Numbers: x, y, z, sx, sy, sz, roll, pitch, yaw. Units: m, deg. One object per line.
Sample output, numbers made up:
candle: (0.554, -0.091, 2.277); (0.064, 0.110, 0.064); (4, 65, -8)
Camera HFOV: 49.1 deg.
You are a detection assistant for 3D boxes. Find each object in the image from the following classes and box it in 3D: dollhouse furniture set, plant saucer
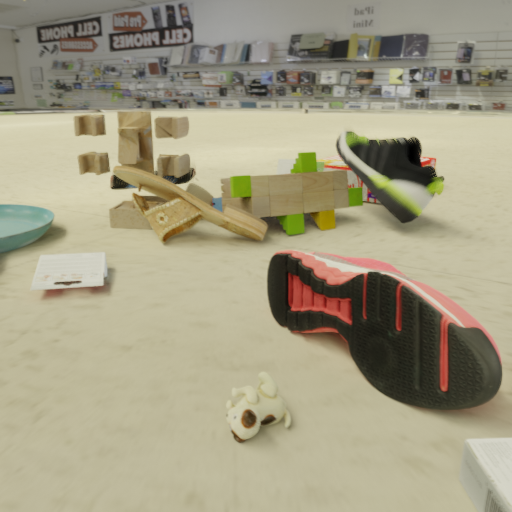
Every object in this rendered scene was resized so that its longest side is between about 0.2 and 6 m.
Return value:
dollhouse furniture set: (-2.100, -1.617, 10.216); (1.835, 1.997, 1.300); (3, 17, 9)
plant saucer: (-4.643, -0.410, 9.174); (2.575, 0.353, 2.575); (0, 19, 0)

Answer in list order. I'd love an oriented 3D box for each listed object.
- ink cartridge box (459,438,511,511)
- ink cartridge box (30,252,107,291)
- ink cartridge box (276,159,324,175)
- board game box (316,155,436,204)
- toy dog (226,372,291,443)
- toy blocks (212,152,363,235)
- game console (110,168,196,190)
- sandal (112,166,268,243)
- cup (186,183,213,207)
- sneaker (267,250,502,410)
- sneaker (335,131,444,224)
ink cartridge box: (2.065, 1.456, 3.391); (1.399, 0.352, 0.762); (0, 18, -3)
ink cartridge box: (-2.406, 0.275, 7.308); (0.883, 0.273, 1.089); (-3, 26, -13)
ink cartridge box: (1.044, -1.673, 12.116); (0.430, 0.753, 1.451); (4, 7, -40)
board game box: (2.651, -1.924, 13.289); (2.235, 0.683, 2.950); (13, 22, 34)
toy dog: (-0.024, 1.211, 4.277); (0.484, 0.348, 0.499); (47, 35, 16)
toy blocks: (0.295, -1.128, 10.252); (2.721, 1.359, 1.860); (-9, 9, -32)
game console: (-2.114, -1.546, 11.339); (1.647, 0.256, 1.457); (-8, 6, -14)
sandal: (-1.224, -0.576, 8.980); (2.707, 0.890, 0.993); (21, -10, 3)
cup: (-1.071, -0.988, 10.520); (0.486, 0.679, 0.679); (13, 19, 4)
sneaker: (1.276, 0.443, 5.397); (1.231, 1.046, 2.839); (-9, 20, -30)
sneaker: (2.506, -1.682, 10.260); (1.043, 1.205, 2.909); (33, 20, -36)
